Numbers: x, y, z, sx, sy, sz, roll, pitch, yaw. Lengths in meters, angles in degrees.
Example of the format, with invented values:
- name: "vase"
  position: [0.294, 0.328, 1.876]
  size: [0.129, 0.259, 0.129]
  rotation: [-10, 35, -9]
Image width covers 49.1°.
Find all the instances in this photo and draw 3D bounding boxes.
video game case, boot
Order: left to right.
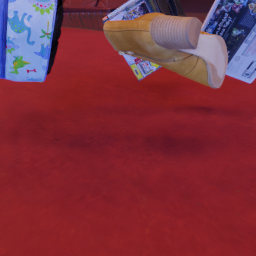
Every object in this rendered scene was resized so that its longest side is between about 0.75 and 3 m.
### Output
- name: "boot"
  position: [0.923, -1.694, 6.189]
  size: [2.001, 0.984, 2.795]
  rotation: [15, -3, 36]
- name: "video game case"
  position: [3.196, -2.576, 8.051]
  size: [2.239, 2.463, 0.288]
  rotation: [20, 53, -2]

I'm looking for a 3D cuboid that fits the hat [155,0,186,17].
- name: "hat"
  position: [1.137, -4.013, 9.752]
  size: [1.183, 2.932, 2.932]
  rotation: [-12, 20, 29]

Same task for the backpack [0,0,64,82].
- name: "backpack"
  position: [-2.661, -2.429, 6.698]
  size: [2.005, 2.497, 2.729]
  rotation: [3, 32, -23]

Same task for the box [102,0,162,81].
- name: "box"
  position: [0.422, -2.581, 8.089]
  size: [1.467, 2.148, 0.405]
  rotation: [-31, 41, 7]
